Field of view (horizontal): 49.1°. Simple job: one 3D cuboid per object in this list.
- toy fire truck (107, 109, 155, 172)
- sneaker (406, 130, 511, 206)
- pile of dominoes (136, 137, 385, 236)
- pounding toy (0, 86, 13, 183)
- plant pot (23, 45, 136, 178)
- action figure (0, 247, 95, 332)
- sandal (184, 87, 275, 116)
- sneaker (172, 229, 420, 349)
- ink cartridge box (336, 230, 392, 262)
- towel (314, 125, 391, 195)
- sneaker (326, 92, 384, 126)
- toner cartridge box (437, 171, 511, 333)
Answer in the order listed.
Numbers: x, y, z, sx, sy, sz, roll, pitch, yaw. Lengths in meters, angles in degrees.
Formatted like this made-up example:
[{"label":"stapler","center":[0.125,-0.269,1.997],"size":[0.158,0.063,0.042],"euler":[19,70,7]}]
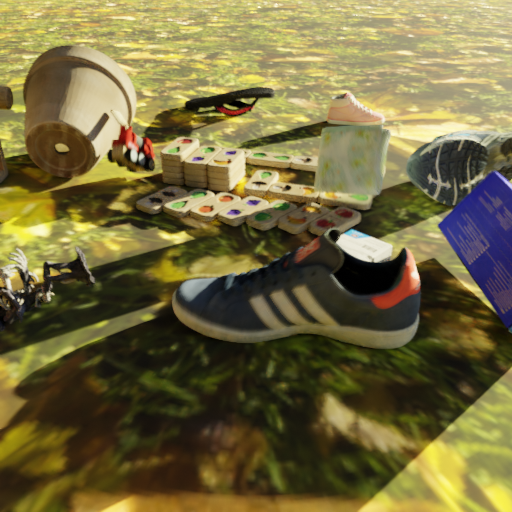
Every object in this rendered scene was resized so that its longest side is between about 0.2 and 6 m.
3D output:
[{"label":"toy fire truck","center":[-2.443,-2.246,10.835],"size":[0.707,1.099,0.967],"euler":[1,-8,22]},{"label":"sneaker","center":[3.682,-1.746,10.515],"size":[3.106,1.206,1.341],"euler":[-13,26,-37]},{"label":"pile of dominoes","center":[0.177,-1.509,10.341],"size":[4.055,0.646,3.161],"euler":[9,32,16]},{"label":"pounding toy","center":[-5.557,-2.509,10.251],"size":[1.296,2.489,2.833],"euler":[0,31,0]},{"label":"plant pot","center":[-3.655,-2.693,11.191],"size":[2.271,2.271,1.970],"euler":[0,47,-1]},{"label":"action figure","center":[-2.915,0.349,7.044],"size":[1.591,0.812,0.945],"euler":[-25,27,-12]},{"label":"sandal","center":[-0.655,-3.996,14.739],"size":[2.605,0.587,0.978],"euler":[-2,22,26]},{"label":"sneaker","center":[0.462,0.286,6.810],"size":[3.039,1.284,1.139],"euler":[1,32,4]},{"label":"ink cartridge box","center":[1.341,0.073,8.000],"size":[1.005,0.424,0.733],"euler":[-27,40,-37]},{"label":"towel","center":[1.597,-1.623,9.505],"size":[1.331,1.139,0.320],"euler":[9,-1,42]},{"label":"sneaker","center":[2.480,-3.639,13.845],"size":[1.430,0.748,0.538],"euler":[5,29,5]},{"label":"toner cartridge box","center":[3.364,-0.072,7.386],"size":[0.522,1.149,2.419],"euler":[28,28,-22]}]
